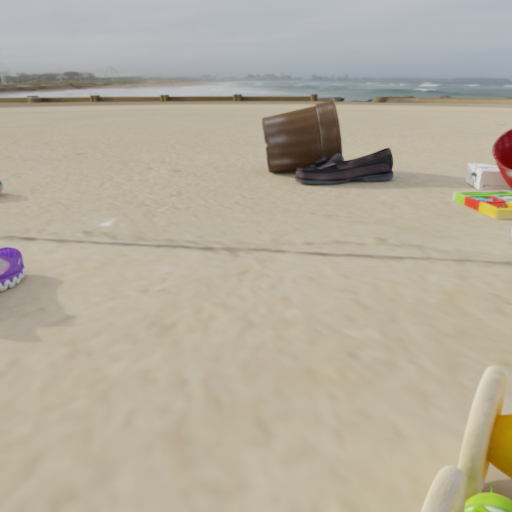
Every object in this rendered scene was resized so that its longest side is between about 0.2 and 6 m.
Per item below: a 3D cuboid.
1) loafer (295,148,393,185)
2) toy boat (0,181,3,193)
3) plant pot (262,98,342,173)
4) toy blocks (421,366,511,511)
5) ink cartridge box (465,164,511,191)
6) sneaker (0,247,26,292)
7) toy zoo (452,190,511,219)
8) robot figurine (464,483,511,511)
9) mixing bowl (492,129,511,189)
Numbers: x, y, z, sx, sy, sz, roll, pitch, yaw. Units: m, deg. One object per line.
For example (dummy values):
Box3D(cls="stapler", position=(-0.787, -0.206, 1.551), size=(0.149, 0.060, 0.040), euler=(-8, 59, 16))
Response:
Box3D(cls="loafer", position=(2.165, -2.221, 13.739), size=(2.537, 0.799, 0.912), euler=(-5, 19, -13))
Box3D(cls="toy boat", position=(-6.164, -1.616, 12.267), size=(1.050, 0.580, 1.249), euler=(-12, 22, -31))
Box3D(cls="plant pot", position=(1.180, -3.044, 14.839), size=(1.925, 1.944, 1.944), euler=(-8, 18, 4))
Box3D(cls="toy blocks", position=(2.092, 1.472, 2.438), size=(2.461, 0.894, 2.051), euler=(12, 21, 30))
Box3D(cls="ink cartridge box", position=(5.501, -1.842, 13.099), size=(0.846, 0.477, 1.152), euler=(2, 18, 3))
Box3D(cls="sneaker", position=(-3.483, 0.114, 6.744), size=(0.704, 0.774, 1.750), euler=(4, 17, 17))
Box3D(cls="toy zoo", position=(4.918, -0.997, 10.994), size=(1.277, 0.199, 1.946), euler=(-3, 18, -8))
Box3D(cls="robot figurine", position=(1.241, 1.531, 2.956), size=(0.341, 0.517, 0.589), euler=(-5, 37, 33))
Box3D(cls="mixing bowl", position=(5.989, -1.886, 11.796), size=(1.868, 1.012, 1.868), euler=(-12, 43, 12))
